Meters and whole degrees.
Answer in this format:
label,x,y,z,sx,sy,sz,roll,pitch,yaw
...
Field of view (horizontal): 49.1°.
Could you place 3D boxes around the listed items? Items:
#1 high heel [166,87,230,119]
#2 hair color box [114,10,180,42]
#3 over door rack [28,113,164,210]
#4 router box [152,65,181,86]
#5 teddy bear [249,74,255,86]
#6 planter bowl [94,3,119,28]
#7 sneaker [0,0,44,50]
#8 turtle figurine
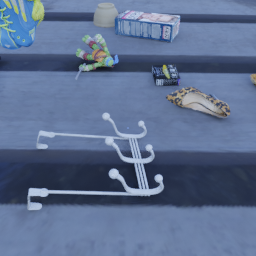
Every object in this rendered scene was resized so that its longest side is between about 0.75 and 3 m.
label,x,y,z,sx,sy,sz,roll,pitch,yaw
high heel,1.950,-0.652,7.734,1.656,0.591,1.180,2,31,-12
hair color box,0.869,-4.628,12.620,2.673,0.809,1.337,14,40,17
over door rack,-0.747,0.588,5.981,2.682,0.893,1.981,-5,38,-6
router box,1.271,-1.796,9.471,0.813,0.270,1.034,-1,38,-2
teddy bear,4.835,-1.660,9.041,1.834,0.612,1.330,-7,41,-8
planter bowl,-1.064,-5.624,13.815,1.331,0.896,1.331,0,38,0
sneaker,-2.589,-2.606,6.269,1.059,1.469,2.796,7,-1,4
turtle figurine,-1.370,-2.690,9.822,1.765,1.270,1.711,-18,38,-27
